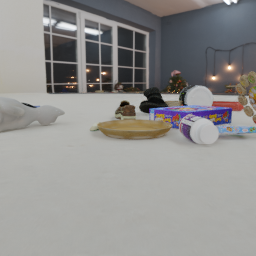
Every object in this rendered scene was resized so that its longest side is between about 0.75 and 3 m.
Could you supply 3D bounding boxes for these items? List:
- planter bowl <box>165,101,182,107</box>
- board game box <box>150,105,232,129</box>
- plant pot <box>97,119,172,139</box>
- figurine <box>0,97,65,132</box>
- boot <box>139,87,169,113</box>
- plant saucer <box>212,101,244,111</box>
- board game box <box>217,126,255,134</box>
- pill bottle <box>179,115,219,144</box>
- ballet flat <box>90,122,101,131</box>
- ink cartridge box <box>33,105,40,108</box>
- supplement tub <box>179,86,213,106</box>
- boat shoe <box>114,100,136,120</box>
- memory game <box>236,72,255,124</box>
[{"bbox_3d":[2.552,-1.180,15.761,0.981,0.660,0.981,0,9,0],"label":"planter bowl"},{"bbox_3d":[2.594,-0.495,11.487,2.894,0.648,1.945,-7,12,-38],"label":"board game box"},{"bbox_3d":[0.216,0.028,9.287,2.478,0.341,2.478,-1,9,0],"label":"plant pot"},{"bbox_3d":[-4.362,-0.617,10.990,2.931,1.262,2.860,8,8,36],"label":"figurine"},{"bbox_3d":[1.143,-1.518,14.893,1.922,1.437,0.723,0,-37,-40],"label":"boot"},{"bbox_3d":[6.099,-1.468,18.206,2.559,0.471,2.564,5,10,27],"label":"plant saucer"},{"bbox_3d":[3.161,0.068,8.635,1.178,0.216,0.891,1,-3,-6],"label":"board game box"},{"bbox_3d":[1.989,0.057,7.868,0.719,0.719,1.290,-2,10,-11],"label":"pill bottle"},{"bbox_3d":[-1.106,-0.074,10.098,0.292,0.292,0.840,5,11,27],"label":"ballet flat"},{"bbox_3d":[-5.142,-0.885,14.234,1.447,0.552,0.987,4,10,36],"label":"ink cartridge box"},{"bbox_3d":[3.814,-1.678,16.156,1.533,1.533,2.502,0,10,-1],"label":"supplement tub"},{"bbox_3d":[-0.076,-0.840,12.899,0.885,0.887,2.397,-3,9,-15],"label":"boat shoe"},{"bbox_3d":[4.519,-0.886,9.581,0.142,2.236,2.236,-29,16,-11],"label":"memory game"}]
